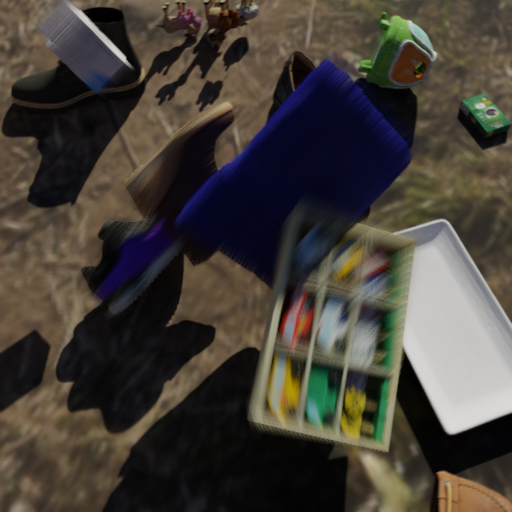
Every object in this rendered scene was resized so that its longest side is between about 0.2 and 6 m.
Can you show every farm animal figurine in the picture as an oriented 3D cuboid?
[{"bbox_3d":[-0.924,-4.592,11.008,1.579,0.823,1.562,17,49,18],"label":"farm animal figurine"}]

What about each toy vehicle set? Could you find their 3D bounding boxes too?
[{"bbox_3d":[0.924,0.823,6.541,1.570,0.335,2.528,14,73,-8],"label":"toy vehicle set"}]

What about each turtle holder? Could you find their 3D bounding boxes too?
[{"bbox_3d":[2.585,-3.629,10.280,1.156,1.628,1.237,22,96,0],"label":"turtle holder"}]

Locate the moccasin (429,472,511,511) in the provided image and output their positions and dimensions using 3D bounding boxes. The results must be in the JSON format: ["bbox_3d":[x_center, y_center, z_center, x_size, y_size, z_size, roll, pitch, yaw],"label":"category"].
[{"bbox_3d":[1.829,3.755,5.863,1.160,1.099,3.006,22,62,14],"label":"moccasin"}]

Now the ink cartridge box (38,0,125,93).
[{"bbox_3d":[-2.370,-2.834,7.574,0.612,1.054,0.358,-40,28,14],"label":"ink cartridge box"}]

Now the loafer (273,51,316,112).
[{"bbox_3d":[1.105,-2.198,9.394,1.048,1.041,2.880,-25,63,-15],"label":"loafer"}]

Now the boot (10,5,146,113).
[{"bbox_3d":[-3.279,-3.507,9.805,2.412,1.669,0.934,-15,61,-8],"label":"boot"}]

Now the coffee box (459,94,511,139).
[{"bbox_3d":[4.113,-2.524,10.086,0.522,0.187,0.848,-21,61,-11],"label":"coffee box"}]

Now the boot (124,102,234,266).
[{"bbox_3d":[-0.684,-0.992,7.826,1.914,0.693,1.592,-41,109,1],"label":"boot"}]

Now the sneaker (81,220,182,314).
[{"bbox_3d":[-1.689,-0.238,8.119,1.025,0.717,2.061,46,67,-17],"label":"sneaker"}]

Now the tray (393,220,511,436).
[{"bbox_3d":[2.680,0.909,7.986,1.605,0.331,2.989,-17,61,-9],"label":"tray"}]

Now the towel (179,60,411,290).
[{"bbox_3d":[0.524,-0.926,7.158,2.641,1.950,0.654,-45,36,11],"label":"towel"}]
